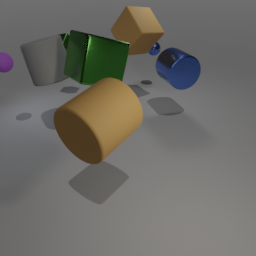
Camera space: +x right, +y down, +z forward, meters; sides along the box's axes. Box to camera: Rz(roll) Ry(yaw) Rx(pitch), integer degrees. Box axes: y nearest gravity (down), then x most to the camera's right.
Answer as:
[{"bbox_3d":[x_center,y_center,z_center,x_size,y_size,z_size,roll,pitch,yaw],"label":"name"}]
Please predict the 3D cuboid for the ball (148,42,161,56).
[{"bbox_3d":[1.314,-4.064,14.327,0.700,0.700,0.700,0,30,0],"label":"ball"}]

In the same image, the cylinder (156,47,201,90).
[{"bbox_3d":[2.032,-2.459,11.524,1.400,1.400,1.400,-9,31,-16],"label":"cylinder"}]

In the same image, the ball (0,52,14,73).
[{"bbox_3d":[-4.408,-2.307,9.872,0.700,0.700,0.700,0,30,0],"label":"ball"}]

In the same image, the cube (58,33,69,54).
[{"bbox_3d":[-2.928,-3.804,12.805,0.700,0.700,0.700,3,72,33],"label":"cube"}]

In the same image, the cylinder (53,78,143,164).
[{"bbox_3d":[-0.624,-0.172,6.078,1.400,1.400,1.400,21,46,32],"label":"cylinder"}]

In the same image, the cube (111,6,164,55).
[{"bbox_3d":[0.383,-4.103,11.895,1.400,1.400,1.400,-18,75,-40],"label":"cube"}]

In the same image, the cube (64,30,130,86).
[{"bbox_3d":[-0.993,-2.108,8.626,1.400,1.400,1.400,1,20,-35],"label":"cube"}]

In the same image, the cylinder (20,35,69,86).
[{"bbox_3d":[-2.785,-2.320,9.626,1.400,1.400,1.400,-12,24,5],"label":"cylinder"}]
